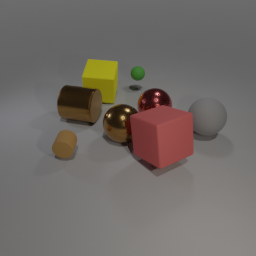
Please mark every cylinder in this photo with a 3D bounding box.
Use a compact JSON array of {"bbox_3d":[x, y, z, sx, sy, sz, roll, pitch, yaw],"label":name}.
[{"bbox_3d":[-1.934,-0.982,11.393,1.400,1.400,1.400,8,33,13],"label":"cylinder"},{"bbox_3d":[-2.099,0.531,9.336,0.700,0.700,0.700,2,33,3],"label":"cylinder"}]

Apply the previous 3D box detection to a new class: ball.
[{"bbox_3d":[2.885,-0.420,10.240,1.400,1.400,1.400,0,32,0],"label":"ball"},{"bbox_3d":[0.478,-2.660,13.643,0.700,0.700,0.700,0,32,0],"label":"ball"},{"bbox_3d":[1.077,-0.901,11.275,1.400,1.400,1.400,0,32,0],"label":"ball"},{"bbox_3d":[-0.205,-0.164,10.066,1.400,1.400,1.400,0,32,0],"label":"ball"}]

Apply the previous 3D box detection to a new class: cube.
[{"bbox_3d":[1.066,0.218,8.814,1.400,1.400,1.400,-19,24,-29],"label":"cube"},{"bbox_3d":[-1.242,-2.147,12.860,1.400,1.400,1.400,5,47,2],"label":"cube"}]
